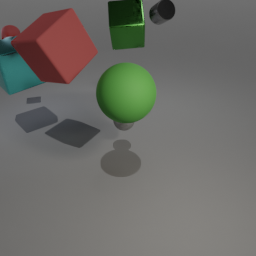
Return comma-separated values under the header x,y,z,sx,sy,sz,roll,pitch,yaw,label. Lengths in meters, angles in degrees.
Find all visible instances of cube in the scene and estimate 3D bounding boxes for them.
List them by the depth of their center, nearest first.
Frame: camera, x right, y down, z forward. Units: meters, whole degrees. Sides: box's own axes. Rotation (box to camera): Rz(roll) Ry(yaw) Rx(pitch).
x,y,z,sx,sy,sz,roll,pitch,yaw,label
-1.987,-2.213,7.703,1.400,1.400,1.400,12,57,41,cube
-3.864,-2.205,9.633,1.400,1.400,1.400,-28,44,-30,cube
-0.050,-4.292,11.672,1.400,1.400,1.400,-5,68,1,cube

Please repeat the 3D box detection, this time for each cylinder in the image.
x,y,z,sx,sy,sz,roll,pitch,yaw,label
1.184,-4.033,9.760,0.700,0.700,0.700,-10,10,-17,cylinder
-4.530,-3.496,10.873,0.700,0.700,0.700,-9,59,-15,cylinder

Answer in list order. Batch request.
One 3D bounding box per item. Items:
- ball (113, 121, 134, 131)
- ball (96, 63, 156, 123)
x,y,z,sx,sy,sz,roll,pitch,yaw,label
-0.132,-0.262,9.128,0.700,0.700,0.700,0,30,0,ball
-0.042,-0.808,6.525,1.400,1.400,1.400,0,30,0,ball
